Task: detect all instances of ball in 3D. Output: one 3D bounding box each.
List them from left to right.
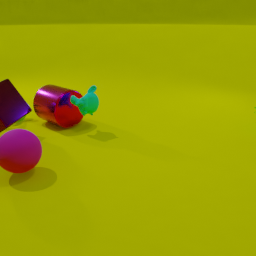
[{"bbox_3d":[-2.339,0.494,6.011,0.950,0.950,0.950,0,23,0],"label":"ball"}]

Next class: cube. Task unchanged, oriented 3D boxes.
[{"bbox_3d":[-3.589,-0.493,7.656,1.101,1.101,1.101,-25,17,30],"label":"cube"}]

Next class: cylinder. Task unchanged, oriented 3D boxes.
[{"bbox_3d":[-2.159,-0.700,8.849,1.193,1.193,1.193,18,29,37],"label":"cylinder"}]

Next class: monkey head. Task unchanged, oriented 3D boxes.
[{"bbox_3d":[-1.218,-0.756,8.069,0.753,1.047,0.631,30,42,19],"label":"monkey head"}]

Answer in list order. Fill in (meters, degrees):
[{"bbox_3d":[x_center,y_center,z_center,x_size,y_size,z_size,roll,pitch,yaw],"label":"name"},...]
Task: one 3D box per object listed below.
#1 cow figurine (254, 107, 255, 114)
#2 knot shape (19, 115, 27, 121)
[{"bbox_3d":[4.120,-0.304,8.390,0.906,0.505,0.920,43,52,16],"label":"cow figurine"},{"bbox_3d":[-3.944,-0.689,9.323,1.073,0.496,1.004,3,30,-34],"label":"knot shape"}]
